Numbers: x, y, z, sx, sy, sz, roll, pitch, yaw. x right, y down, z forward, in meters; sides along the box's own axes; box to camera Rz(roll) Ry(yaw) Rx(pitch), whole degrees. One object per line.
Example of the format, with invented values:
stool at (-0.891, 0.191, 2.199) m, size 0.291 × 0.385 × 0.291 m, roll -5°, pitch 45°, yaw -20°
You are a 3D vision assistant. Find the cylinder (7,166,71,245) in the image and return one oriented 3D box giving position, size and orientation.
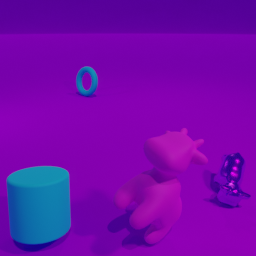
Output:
cylinder at (-1.154, 0.975, 3.674) m, size 0.766 × 0.766 × 0.766 m, roll 0°, pitch 9°, yaw 0°

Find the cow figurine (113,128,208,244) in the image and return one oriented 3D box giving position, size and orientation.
cow figurine at (0.454, 0.699, 3.487) m, size 1.273 × 1.294 × 0.710 m, roll -41°, pitch 46°, yaw -11°

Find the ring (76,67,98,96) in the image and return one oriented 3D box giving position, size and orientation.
ring at (-1.623, -1.820, 10.995) m, size 1.157 × 1.157 × 0.231 m, roll 17°, pitch 16°, yaw 38°

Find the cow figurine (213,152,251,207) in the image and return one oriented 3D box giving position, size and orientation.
cow figurine at (1.700, 0.809, 4.555) m, size 0.485 × 0.884 × 0.870 m, roll 20°, pitch -7°, yaw 5°
